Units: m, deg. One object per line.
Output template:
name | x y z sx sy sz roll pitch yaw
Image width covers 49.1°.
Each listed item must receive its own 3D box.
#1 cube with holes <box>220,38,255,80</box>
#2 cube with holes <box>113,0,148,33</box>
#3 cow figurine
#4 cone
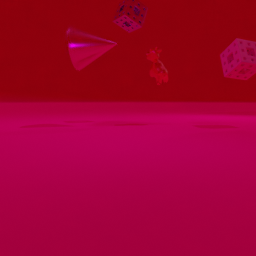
cube with holes | 3.641 -2.176 8.973 0.869 0.869 0.869 4 -22 -17
cube with holes | 0.089 -4.536 11.217 0.882 0.882 0.882 24 -12 -33
cow figurine | 1.003 -2.140 9.531 0.586 1.050 1.067 -21 53 -12
cone | -1.058 -2.694 9.262 1.443 1.437 1.437 -5 5 8
